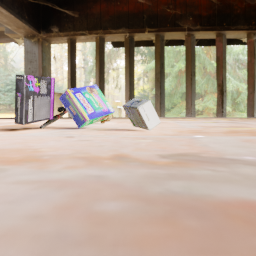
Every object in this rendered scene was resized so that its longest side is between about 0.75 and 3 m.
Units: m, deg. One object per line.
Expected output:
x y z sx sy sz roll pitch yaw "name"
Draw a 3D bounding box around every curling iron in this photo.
-2.319 -0.322 8.820 0.380 0.196 1.533 6 29 14 "curling iron"

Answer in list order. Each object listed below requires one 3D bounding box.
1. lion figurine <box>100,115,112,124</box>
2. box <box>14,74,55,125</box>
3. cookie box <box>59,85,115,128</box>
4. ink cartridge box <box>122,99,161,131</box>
-1.021 -0.430 12.730 0.387 0.654 1.068 23 -34 -18 "lion figurine"
-2.399 -0.766 7.358 0.302 1.197 1.674 6 8 8 "box"
-1.187 -0.668 8.289 0.483 1.099 1.285 -41 -10 36 "cookie box"
0.347 -0.370 7.434 0.428 0.710 0.977 -34 19 -15 "ink cartridge box"
